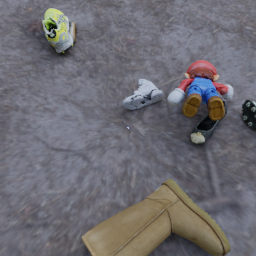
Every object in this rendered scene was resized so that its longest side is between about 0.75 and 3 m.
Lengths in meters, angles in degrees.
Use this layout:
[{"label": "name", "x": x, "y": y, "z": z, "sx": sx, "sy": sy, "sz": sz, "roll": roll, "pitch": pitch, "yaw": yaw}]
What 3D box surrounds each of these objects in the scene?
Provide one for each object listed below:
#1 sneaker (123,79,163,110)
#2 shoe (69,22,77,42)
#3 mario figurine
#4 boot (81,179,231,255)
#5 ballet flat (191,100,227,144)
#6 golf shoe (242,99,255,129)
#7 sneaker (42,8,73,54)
[{"label": "sneaker", "x": 0.327, "y": -0.990, "z": 8.129, "sx": 1.252, "sy": 0.470, "sz": 0.720, "roll": -18, "pitch": 54, "yaw": -19}, {"label": "shoe", "x": -1.999, "y": -3.457, "z": 10.045, "sx": 0.262, "sy": 0.343, "sz": 0.981, "roll": -6, "pitch": 56, "yaw": 1}, {"label": "mario figurine", "x": 1.990, "y": -0.852, "z": 7.525, "sx": 1.472, "sy": 1.264, "sz": 2.384, "roll": 39, "pitch": 32, "yaw": -11}, {"label": "boot", "x": 0.531, "y": 2.290, "z": 5.529, "sx": 2.245, "sy": 0.743, "sz": 1.966, "roll": -31, "pitch": 51, "yaw": -20}, {"label": "ballet flat", "x": 2.141, "y": -0.170, "z": 7.471, "sx": 0.532, "sy": 0.454, "sz": 1.599, "roll": 24, "pitch": 54, "yaw": 31}, {"label": "golf shoe", "x": 3.634, "y": -0.165, "z": 7.529, "sx": 0.645, "sy": 0.565, "sz": 1.464, "roll": -11, "pitch": 59, "yaw": -27}, {"label": "sneaker", "x": -2.508, "y": -3.590, "z": 9.691, "sx": 0.873, "sy": 0.884, "sz": 2.315, "roll": -32, "pitch": 54, "yaw": 6}]
